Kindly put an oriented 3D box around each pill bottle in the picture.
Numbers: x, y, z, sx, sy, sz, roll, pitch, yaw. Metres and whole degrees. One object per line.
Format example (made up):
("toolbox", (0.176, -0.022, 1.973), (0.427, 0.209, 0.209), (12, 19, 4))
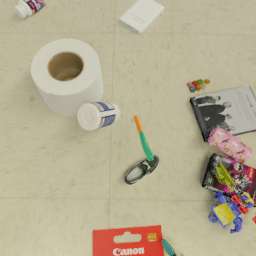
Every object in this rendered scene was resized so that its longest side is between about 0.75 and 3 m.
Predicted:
("pill bottle", (-0.950, -0.470, 9.819), (0.905, 1.632, 0.905), (5, 101, 28))
("pill bottle", (-4.402, -5.554, 12.612), (0.751, 0.751, 1.348), (38, 73, 15))

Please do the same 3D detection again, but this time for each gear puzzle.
("gear puzzle", (2.900, -1.761, 11.321), (0.978, 0.128, 0.506), (-19, 68, -8))

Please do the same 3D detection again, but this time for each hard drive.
("hard drive", (0.627, -5.157, 12.720), (1.207, 0.244, 1.830), (36, 72, 14))

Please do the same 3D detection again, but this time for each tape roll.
("tape roll", (-2.188, -1.851, 10.513), (2.442, 1.677, 2.442), (0, 67, 0))

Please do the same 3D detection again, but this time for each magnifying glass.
("magnifying glass", (0.441, 0.272, 8.256), (0.171, 0.608, 1.527), (-25, 58, 9))

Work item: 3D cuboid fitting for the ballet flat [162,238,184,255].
("ballet flat", (1.495, 3.941, 8.802), (0.357, 0.386, 1.144), (-20, 68, -43))

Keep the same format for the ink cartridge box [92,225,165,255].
("ink cartridge box", (0.079, 4.493, 8.343), (2.363, 0.735, 2.936), (-3, 68, -2))

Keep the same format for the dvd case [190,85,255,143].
("dvd case", (3.834, -0.577, 10.715), (2.488, 0.308, 1.870), (-11, 67, -5))

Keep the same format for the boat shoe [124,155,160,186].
("boat shoe", (0.529, 1.451, 9.758), (1.520, 0.459, 0.575), (-42, 73, -16))

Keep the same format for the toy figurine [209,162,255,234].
("toy figurine", (3.051, 2.508, 8.911), (1.462, 1.287, 2.440), (-42, 69, 27))

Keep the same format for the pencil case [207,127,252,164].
("pencil case", (3.580, 0.626, 9.863), (1.572, 0.680, 0.651), (33, 41, 0))

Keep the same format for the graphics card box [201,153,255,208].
("graphics card box", (3.636, 1.776, 9.605), (1.939, 0.493, 1.217), (21, 69, 10))
